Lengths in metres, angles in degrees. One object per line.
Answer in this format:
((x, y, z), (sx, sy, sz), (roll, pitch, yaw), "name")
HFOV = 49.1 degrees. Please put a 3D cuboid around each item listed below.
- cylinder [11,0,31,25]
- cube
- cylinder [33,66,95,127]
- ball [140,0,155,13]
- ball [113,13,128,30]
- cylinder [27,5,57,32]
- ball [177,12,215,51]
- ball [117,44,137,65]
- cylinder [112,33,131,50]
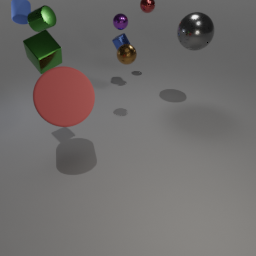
((-4.078, -4.452, 10.701), (0.700, 0.700, 0.700), (-6, -10, -1), "cylinder")
((-2.242, -2.011, 7.441), (0.700, 0.700, 0.700), (-36, 79, -21), "cube")
((-1.596, -0.820, 7.094), (1.400, 1.400, 1.400), (-7, 11, -10), "cylinder")
((0.898, -5.648, 12.837), (0.700, 0.700, 0.700), (0, 32, 0), "ball")
((-0.334, -4.800, 12.652), (0.700, 0.700, 0.700), (0, 32, 0), "ball")
((-2.950, -3.735, 9.614), (0.700, 0.700, 0.700), (-9, 25, 31), "cylinder")
((2.597, -3.704, 10.776), (1.400, 1.400, 1.400), (0, 32, 0), "ball")
((-0.046, -2.547, 9.686), (0.700, 0.700, 0.700), (0, 32, 0), "ball")
((-0.293, -4.000, 13.244), (0.700, 0.700, 0.700), (-25, 27, 13), "cylinder")
